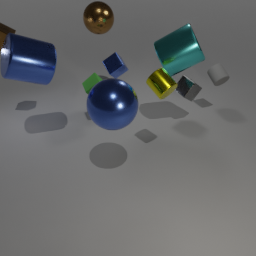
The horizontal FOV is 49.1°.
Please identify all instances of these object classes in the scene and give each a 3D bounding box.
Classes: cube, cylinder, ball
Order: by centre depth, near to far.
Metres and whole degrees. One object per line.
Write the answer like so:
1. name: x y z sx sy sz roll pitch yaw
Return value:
1. ball: -0.416 -0.634 7.559 1.400 1.400 1.400 0 32 0
2. cylinder: 1.029 -1.348 8.550 0.700 0.700 0.700 -28 73 -37
3. cylinder: -3.212 -2.180 9.016 1.400 1.400 1.400 5 25 -36
4. cube: -4.509 -3.239 9.978 0.700 0.700 0.700 24 30 -25
5. cylinder: 1.842 -2.764 10.033 1.400 1.400 1.400 -24 27 19
6. cube: -1.279 -1.616 11.102 0.700 0.700 0.700 -39 43 10
7. cube: 2.433 -1.617 11.416 0.700 0.700 0.700 15 27 -49
8. cube: -0.519 -2.605 11.720 0.700 0.700 0.700 -33 -14 13
9. cylinder: 3.880 -2.284 12.047 0.700 0.700 0.700 -15 68 -22
10. ball: -1.317 -4.936 12.589 1.400 1.400 1.400 0 32 0
